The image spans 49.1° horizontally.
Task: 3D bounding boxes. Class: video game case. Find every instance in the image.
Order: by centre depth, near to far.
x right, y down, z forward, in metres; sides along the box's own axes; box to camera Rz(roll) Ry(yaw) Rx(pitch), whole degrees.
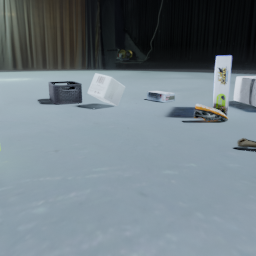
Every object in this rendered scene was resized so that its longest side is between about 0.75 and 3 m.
[{"bbox_3d":[3.206,-1.488,9.634,0.492,1.961,2.164,4,15,16],"label":"video game case"}]

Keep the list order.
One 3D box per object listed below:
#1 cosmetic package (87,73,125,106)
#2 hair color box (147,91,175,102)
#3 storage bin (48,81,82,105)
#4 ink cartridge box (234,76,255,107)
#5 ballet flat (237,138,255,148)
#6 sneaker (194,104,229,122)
[{"bbox_3d":[-0.834,-1.496,10.997,0.873,0.868,1.044,19,-3,35],"label":"cosmetic package"},{"bbox_3d":[1.484,-1.439,12.701,0.613,0.375,1.237,-10,17,-35],"label":"hair color box"},{"bbox_3d":[-2.789,-1.590,12.393,1.202,0.834,1.778,-6,16,-23],"label":"storage bin"},{"bbox_3d":[5.785,-1.420,11.088,1.954,1.146,2.669,-2,16,-9],"label":"ink cartridge box"},{"bbox_3d":[2.776,0.330,5.892,0.892,0.207,0.300,4,3,19],"label":"ballet flat"},{"bbox_3d":[2.504,-0.383,8.514,1.133,0.438,0.444,17,17,-8],"label":"sneaker"}]
